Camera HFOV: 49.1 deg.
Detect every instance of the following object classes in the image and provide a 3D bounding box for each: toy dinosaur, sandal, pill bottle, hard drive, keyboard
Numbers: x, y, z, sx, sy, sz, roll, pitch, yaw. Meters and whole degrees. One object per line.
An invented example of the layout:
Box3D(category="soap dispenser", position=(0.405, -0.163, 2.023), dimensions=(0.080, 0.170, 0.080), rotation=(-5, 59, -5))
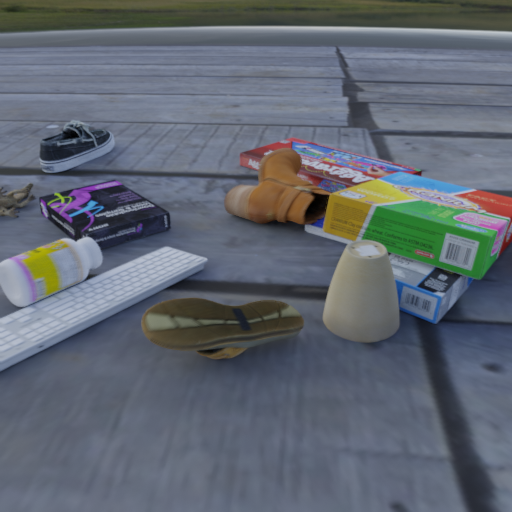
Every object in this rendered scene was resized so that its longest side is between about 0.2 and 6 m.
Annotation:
Box3D(category="toy dinosaur", position=(-4.785, -0.947, 10.233), dimensions=(0.987, 0.568, 1.952), rotation=(1, 15, 37))
Box3D(category="sandal", position=(-0.364, 0.890, 6.514), dimensions=(1.900, 0.513, 0.763), rotation=(0, 35, -20))
Box3D(category="pill bottle", position=(-2.786, 0.167, 7.693), dimensions=(0.666, 0.666, 1.277), rotation=(20, 33, 34))
Box3D(category="hard drive", position=(1.607, -0.621, 9.774), dimensions=(0.917, 0.176, 1.390), rotation=(19, 32, 32))
Box3D(category="keyboard", position=(-2.199, 0.570, 7.448), dimensions=(0.979, 0.185, 3.478), rotation=(21, 34, 36))

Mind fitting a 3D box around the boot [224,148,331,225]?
Box3D(category="boot", position=(0.693, -1.267, 10.142), dimensions=(1.722, 0.851, 2.219), rotation=(12, 34, 36))

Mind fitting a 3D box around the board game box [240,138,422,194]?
Box3D(category="board game box", position=(1.523, -1.922, 12.153), dimensions=(3.571, 0.347, 1.838), rotation=(24, 37, 38))

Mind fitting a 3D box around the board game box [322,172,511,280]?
Box3D(category="board game box", position=(2.714, -0.616, 8.663), dimensions=(2.280, 0.601, 2.980), rotation=(19, 23, 28))

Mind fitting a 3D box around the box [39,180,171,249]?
Box3D(category="box", position=(-2.683, -0.763, 9.835), dimensions=(1.519, 0.384, 2.125), rotation=(-20, 35, -34))

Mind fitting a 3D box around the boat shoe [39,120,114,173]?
Box3D(category="boat shoe", position=(-4.198, -2.728, 13.150), dimensions=(0.920, 0.851, 2.493), rotation=(11, 29, 21))

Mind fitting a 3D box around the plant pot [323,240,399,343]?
Box3D(category="plant pot", position=(1.326, 0.363, 6.885), dimensions=(0.961, 1.026, 0.961), rotation=(-1, 29, 0))

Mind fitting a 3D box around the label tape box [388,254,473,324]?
Box3D(category="label tape box", position=(2.301, 0.279, 7.696), dimensions=(1.013, 0.467, 1.413), rotation=(21, 36, 32))
